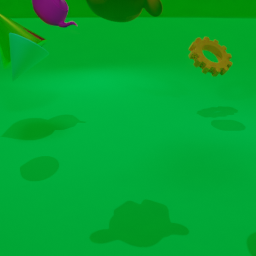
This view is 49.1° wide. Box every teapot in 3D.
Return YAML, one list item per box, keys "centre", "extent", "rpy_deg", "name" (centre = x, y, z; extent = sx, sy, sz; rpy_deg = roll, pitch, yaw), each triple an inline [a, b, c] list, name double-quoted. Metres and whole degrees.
- centre: [-2.363, -3.855, 8.930]
  extent: [0.925, 1.889, 1.175]
  rpy_deg: [-33, 7, 27]
  name: "teapot"

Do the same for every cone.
- centre: [-2.455, -1.502, 6.440]
  extent: [0.944, 0.948, 0.944]
  rpy_deg: [24, -2, 1]
  name: "cone"
- centre: [-3.491, -2.814, 8.221]
  extent: [1.543, 1.549, 1.543]
  rpy_deg: [-32, 17, 11]
  name: "cone"

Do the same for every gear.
- centre: [2.855, -2.482, 9.699]
  extent: [1.526, 0.282, 1.526]
  rpy_deg: [8, 60, -15]
  name: "gear"

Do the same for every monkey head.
- centre: [-0.169, -2.493, 4.841]
  extent: [1.666, 1.199, 1.004]
  rpy_deg: [12, 39, -5]
  name: "monkey head"
